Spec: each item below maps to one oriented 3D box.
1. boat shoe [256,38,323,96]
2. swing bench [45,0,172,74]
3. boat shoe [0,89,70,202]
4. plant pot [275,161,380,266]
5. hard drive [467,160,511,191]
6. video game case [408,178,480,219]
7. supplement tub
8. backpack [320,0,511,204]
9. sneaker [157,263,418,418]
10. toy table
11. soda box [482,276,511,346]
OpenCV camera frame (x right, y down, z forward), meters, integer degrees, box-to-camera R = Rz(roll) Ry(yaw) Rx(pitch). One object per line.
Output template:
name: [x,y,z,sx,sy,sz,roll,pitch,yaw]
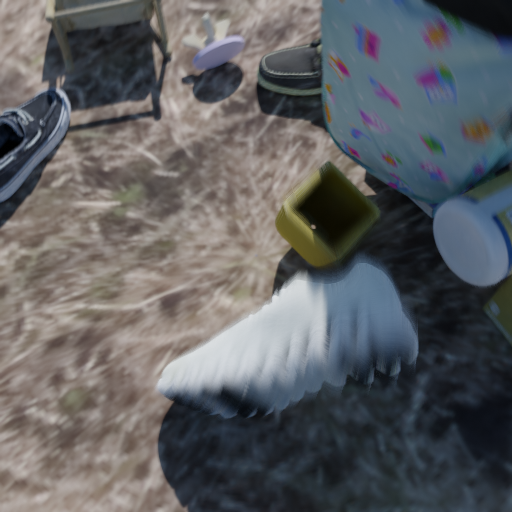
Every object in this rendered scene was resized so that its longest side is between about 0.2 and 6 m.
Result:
boat shoe: [1.401,-3.384,9.476,2.808,0.923,1.003,-2,62,-1]
swing bench: [-2.667,-4.476,9.908,1.923,1.254,1.934,-14,62,-7]
boat shoe: [-3.724,-1.914,8.755,0.817,0.772,2.277,22,63,12]
plant pot: [0.855,-0.461,7.676,0.998,1.028,1.005,45,66,1]
hard drive: [4.101,-0.992,8.309,1.691,0.320,1.182,-14,61,7]
video game case: [2.770,-1.583,8.574,1.600,0.364,1.451,-39,62,-4]
supplement tub: [3.138,-0.429,6.905,1.572,1.137,1.137,-25,64,-13]
backpack: [2.282,-2.551,6.583,2.625,4.148,3.461,-40,72,-8]
sneaker: [0.268,1.043,6.610,3.105,1.167,1.258,-20,50,17]
toy table: [-0.763,-3.710,9.774,0.967,0.889,0.566,-26,81,-23]
soda box: [4.384,1.534,6.678,1.146,1.083,3.384,-26,64,-14]
